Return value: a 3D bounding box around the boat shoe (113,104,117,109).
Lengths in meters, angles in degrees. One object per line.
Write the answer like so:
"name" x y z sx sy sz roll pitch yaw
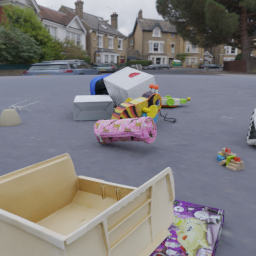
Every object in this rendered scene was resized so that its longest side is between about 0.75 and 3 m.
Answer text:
"boat shoe" -0.465 -1.182 14.591 0.558 0.467 1.562 -11 18 -39

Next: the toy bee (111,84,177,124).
"toy bee" 0.627 -0.899 11.003 1.926 1.599 2.942 12 20 32

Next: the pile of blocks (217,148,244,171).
"pile of blocks" 2.488 0.720 7.041 0.457 0.346 1.112 -2 13 -7

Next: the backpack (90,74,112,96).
"backpack" -1.043 -2.138 15.897 2.245 1.824 1.884 -18 17 -23

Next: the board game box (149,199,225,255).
"board game box" 0.774 1.528 4.012 0.972 0.262 1.620 2 13 26

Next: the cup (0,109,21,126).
"cup" -4.772 -0.443 11.298 0.834 0.597 0.834 0 13 0

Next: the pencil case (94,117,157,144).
"pencil case" -0.096 0.085 8.147 1.892 0.819 0.783 -3 -34 34

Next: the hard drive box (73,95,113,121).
"hard drive box" -1.607 -0.978 12.934 1.715 0.845 2.200 -2 14 -7

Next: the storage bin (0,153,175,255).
"storage bin" -0.706 1.096 3.740 2.057 0.964 2.042 2 14 36

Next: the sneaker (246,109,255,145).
"sneaker" 4.580 -0.063 8.983 1.193 1.106 2.944 18 21 29

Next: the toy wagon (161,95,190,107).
"toy wagon" 2.146 -1.508 15.656 2.655 0.525 2.060 4 11 3

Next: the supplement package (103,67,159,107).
"supplement package" 0.167 -1.755 13.222 1.504 1.486 2.481 -29 32 -17

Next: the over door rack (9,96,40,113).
"over door rack" -5.252 -1.174 14.372 0.994 0.448 1.345 9 37 33
